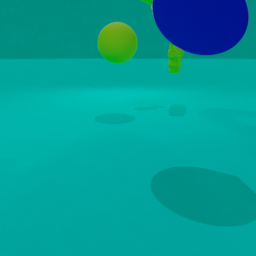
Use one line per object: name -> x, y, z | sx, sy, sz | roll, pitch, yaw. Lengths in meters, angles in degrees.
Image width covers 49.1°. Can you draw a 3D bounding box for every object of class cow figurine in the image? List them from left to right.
cow figurine -> 0.887, -5.101, 11.164 | 1.207, 1.188, 0.663 | 2, 5, -18

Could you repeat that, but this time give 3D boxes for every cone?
cone -> 1.522, -2.505, 5.057 | 1.651, 1.651, 1.657 | 11, 59, 34

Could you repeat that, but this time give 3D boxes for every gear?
gear -> 1.822, -3.017, 10.419 | 0.355, 1.920, 1.920 | 7, 17, 15

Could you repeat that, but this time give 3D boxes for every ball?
ball -> -0.341, -2.759, 9.139 | 1.301, 1.301, 1.301 | 0, 15, 0
